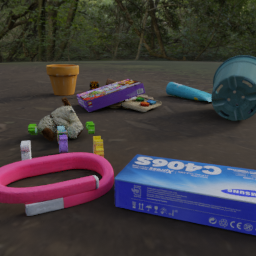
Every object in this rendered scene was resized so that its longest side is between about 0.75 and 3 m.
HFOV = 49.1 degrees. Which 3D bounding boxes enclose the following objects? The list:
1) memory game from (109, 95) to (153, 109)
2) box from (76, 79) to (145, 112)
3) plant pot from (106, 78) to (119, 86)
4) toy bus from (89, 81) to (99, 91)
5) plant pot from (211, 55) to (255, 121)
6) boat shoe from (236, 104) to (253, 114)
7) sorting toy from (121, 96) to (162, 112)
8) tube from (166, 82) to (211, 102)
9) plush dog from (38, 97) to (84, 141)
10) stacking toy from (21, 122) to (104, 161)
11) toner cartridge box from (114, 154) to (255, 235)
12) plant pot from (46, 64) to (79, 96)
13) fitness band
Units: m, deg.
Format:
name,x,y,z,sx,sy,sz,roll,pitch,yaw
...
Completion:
name,x,y,z,sx,sy,sz,roll,pitch,yaw
memory game,-0.160,-1.309,13.387,2.835,0.181,2.835,-1,18,0
box,-0.809,-1.512,12.469,2.653,0.519,1.815,-20,21,-17
plant pot,-0.812,-2.407,16.186,0.818,0.827,0.827,11,18,9
toy bus,-1.791,-2.161,15.338,0.536,0.790,0.759,3,9,4
plant pot,4.259,-1.441,10.745,2.298,2.298,2.250,7,26,24
boat shoe,4.060,-0.629,10.528,0.506,0.439,1.187,-32,24,-16
sorting toy,0.365,-1.170,12.240,1.863,0.249,1.388,19,28,30
tube,3.217,-1.757,14.256,1.081,0.703,2.791,-22,31,-37
plush dog,-2.158,-0.175,8.502,1.218,1.138,1.419,-29,23,-9
stacking toy,-1.735,0.337,7.444,1.857,0.579,2.463,-2,15,-14
toner cartridge box,1.186,1.064,4.841,2.611,0.564,1.240,6,18,19
plant pot,-3.573,-2.647,15.469,1.730,1.583,1.730,1,16,0
fitness band,-1.436,0.960,5.442,2.366,0.443,1.699,-7,18,-25
